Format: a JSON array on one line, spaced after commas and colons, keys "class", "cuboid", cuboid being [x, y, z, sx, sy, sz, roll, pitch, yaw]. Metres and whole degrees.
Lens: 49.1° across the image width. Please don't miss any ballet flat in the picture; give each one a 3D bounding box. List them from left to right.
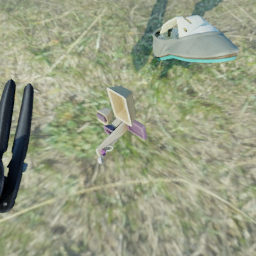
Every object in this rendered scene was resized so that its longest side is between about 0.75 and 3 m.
[{"class": "ballet flat", "cuboid": [1.156, -1.820, 5.693, 0.949, 0.897, 2.815, -12, 17, -13]}]

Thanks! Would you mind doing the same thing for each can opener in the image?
[{"class": "can opener", "cuboid": [-1.999, 0.303, 4.784, 0.735, 0.911, 2.318, 20, 73, -34]}]

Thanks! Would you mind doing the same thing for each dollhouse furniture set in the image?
[{"class": "dollhouse furniture set", "cuboid": [-0.537, -0.122, 5.763, 1.312, 1.655, 1.175, 33, 67, 27]}]
